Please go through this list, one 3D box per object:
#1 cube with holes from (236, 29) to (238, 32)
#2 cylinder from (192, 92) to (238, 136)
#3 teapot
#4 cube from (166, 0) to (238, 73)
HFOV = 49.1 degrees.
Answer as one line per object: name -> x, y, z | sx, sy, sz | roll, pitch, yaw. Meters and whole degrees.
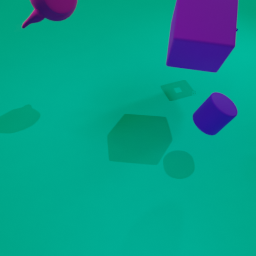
cube with holes -> 2.775, -3.158, 9.127 | 0.896, 0.896, 0.896 | 12, 35, -35
cylinder -> 2.203, -0.356, 7.132 | 0.809, 0.809, 0.809 | 17, 46, -19
teapot -> -2.040, -3.392, 7.264 | 1.007, 1.279, 2.058 | 22, 77, 45
cube -> 1.789, -2.372, 6.998 | 1.390, 1.390, 1.390 | 8, 77, 2
